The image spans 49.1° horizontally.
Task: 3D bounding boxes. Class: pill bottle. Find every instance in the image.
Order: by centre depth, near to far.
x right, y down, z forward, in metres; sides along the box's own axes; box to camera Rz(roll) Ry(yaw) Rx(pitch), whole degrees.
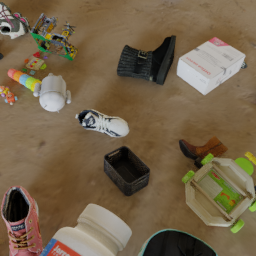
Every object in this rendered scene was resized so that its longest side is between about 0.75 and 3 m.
[{"bbox_3d":[-1.189,3.144,5.757,1.670,1.670,2.976,25,58,17],"label":"pill bottle"}]

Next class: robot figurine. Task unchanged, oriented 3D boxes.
[{"bbox_3d":[-2.507,-1.160,9.392,1.237,0.824,1.459,10,52,-20],"label":"robot figurine"}]

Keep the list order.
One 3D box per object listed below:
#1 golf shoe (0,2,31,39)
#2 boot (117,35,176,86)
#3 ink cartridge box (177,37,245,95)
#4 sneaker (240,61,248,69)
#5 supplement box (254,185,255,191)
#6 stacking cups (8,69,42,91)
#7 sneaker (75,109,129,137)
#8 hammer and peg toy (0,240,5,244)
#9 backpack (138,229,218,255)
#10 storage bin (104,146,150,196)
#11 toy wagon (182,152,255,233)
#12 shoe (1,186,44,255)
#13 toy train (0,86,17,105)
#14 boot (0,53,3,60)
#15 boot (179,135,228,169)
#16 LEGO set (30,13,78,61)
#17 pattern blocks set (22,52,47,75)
[{"bbox_3d":[-5.241,-4.592,11.865,2.335,0.901,1.028,32,66,21],"label":"golf shoe"},{"bbox_3d":[0.741,-2.738,10.466,1.835,0.923,2.454,16,56,12],"label":"boot"},{"bbox_3d":[2.978,-2.302,10.212,1.992,0.825,1.459,-34,61,-22],"label":"ink cartridge box"},{"bbox_3d":[4.276,-2.593,10.782,0.813,0.313,0.360,41,53,22],"label":"sneaker"},{"bbox_3d":[4.684,1.395,6.503,2.346,2.348,1.576,-11,54,-2],"label":"supplement box"},{"bbox_3d":[-3.658,-1.669,10.045,1.615,0.489,0.489,25,58,22],"label":"stacking cups"},{"bbox_3d":[-0.852,-0.140,8.416,1.646,0.657,1.071,29,15,21],"label":"sneaker"},{"bbox_3d":[-3.569,3.150,6.433,1.181,0.566,1.605,-7,54,-5],"label":"hammer and peg toy"},{"bbox_3d":[0.892,3.222,5.740,1.820,1.587,2.071,19,67,11],"label":"backpack"},{"bbox_3d":[-0.050,1.160,7.683,0.816,0.566,1.207,-25,50,-29],"label":"storage bin"},{"bbox_3d":[2.677,1.540,7.570,2.358,0.467,1.830,-36,70,-23],"label":"toy wagon"},{"bbox_3d":[-2.475,2.565,6.534,0.852,1.084,2.384,-13,55,-9],"label":"shoe"},{"bbox_3d":[-4.465,-1.123,9.678,1.145,0.319,0.860,-13,55,-10],"label":"toy train"},{"bbox_3d":[-5.293,-2.981,11.023,0.837,0.315,0.626,-3,54,-2],"label":"boot"},{"bbox_3d":[2.260,0.525,8.442,1.172,0.401,1.104,-32,60,-22],"label":"boot"},{"bbox_3d":[-2.678,-3.543,10.733,1.923,1.479,1.114,18,72,21],"label":"LEGO set"},{"bbox_3d":[-3.569,-2.482,10.802,0.948,0.087,1.079,29,59,19],"label":"pattern blocks set"}]
